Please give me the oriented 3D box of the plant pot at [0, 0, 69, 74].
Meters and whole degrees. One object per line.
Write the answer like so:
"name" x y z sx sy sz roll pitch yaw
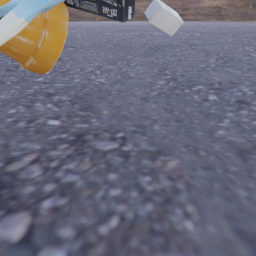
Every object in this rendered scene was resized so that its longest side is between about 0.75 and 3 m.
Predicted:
"plant pot" -2.510 -2.309 6.345 1.641 1.792 1.792 12 13 -40

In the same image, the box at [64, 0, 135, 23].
"box" -0.683 -3.305 6.112 1.897 1.520 0.413 26 44 28

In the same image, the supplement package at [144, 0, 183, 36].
"supplement package" 1.021 -3.151 7.978 0.924 0.542 0.540 17 41 -36

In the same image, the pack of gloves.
"pack of gloves" -1.307 -1.667 3.389 2.524 0.498 2.120 -39 36 -9
